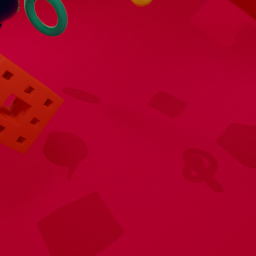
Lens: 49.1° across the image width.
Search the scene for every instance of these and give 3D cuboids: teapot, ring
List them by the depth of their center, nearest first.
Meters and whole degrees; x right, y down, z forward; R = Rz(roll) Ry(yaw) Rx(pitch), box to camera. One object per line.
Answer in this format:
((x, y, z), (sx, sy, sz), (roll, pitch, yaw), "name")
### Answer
((-2.832, -2.603, 5.562), (1.158, 1.863, 0.912), (23, 71, 0), "teapot")
((-2.246, -3.134, 7.658), (1.308, 1.308, 0.262), (17, 47, 15), "ring")

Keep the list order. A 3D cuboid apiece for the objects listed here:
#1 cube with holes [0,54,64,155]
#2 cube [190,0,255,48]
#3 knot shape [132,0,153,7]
((-1.923, -0.436, 4.542), (1.067, 1.067, 1.067), (-54, 36, -2), "cube with holes")
((2.144, -2.558, 5.815), (1.048, 1.048, 1.048), (33, 72, -7), "cube")
((0.351, -2.763, 4.921), (0.589, 1.192, 1.274), (7, 30, -13), "knot shape")
